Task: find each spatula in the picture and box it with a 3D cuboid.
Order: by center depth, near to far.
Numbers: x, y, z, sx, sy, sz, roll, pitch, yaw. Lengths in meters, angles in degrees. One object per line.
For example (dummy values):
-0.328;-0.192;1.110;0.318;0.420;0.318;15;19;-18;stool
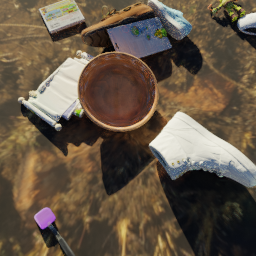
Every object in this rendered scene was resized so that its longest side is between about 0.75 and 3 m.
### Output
-1.797;2.712;7.104;0.452;0.164;1.600;-38;71;-15;spatula

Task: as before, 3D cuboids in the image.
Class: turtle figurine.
3.729;-4.474;10.209;1.391;0.448;1.121;-30;69;-13;turtle figurine

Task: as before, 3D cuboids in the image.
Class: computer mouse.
5.016;-3.601;9.788;2.254;0.494;1.236;8;67;4;computer mouse

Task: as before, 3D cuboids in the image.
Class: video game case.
-2.412;-4.116;10.216;1.334;0.153;1.214;-24;68;-10;video game case

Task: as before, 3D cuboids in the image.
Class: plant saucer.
-0.294;-1.060;8.359;2.433;0.455;2.433;3;78;-13;plant saucer

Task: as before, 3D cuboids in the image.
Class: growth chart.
-1.734;-1.229;8.716;2.060;0.252;2.846;39;74;19;growth chart

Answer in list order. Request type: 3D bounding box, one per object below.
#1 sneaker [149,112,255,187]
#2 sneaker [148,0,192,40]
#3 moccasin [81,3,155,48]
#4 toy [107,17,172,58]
1.911;0.974;7.490;2.852;1.051;1.648;38;72;26;sneaker
1.487;-3.910;9.883;0.769;0.694;1.878;-36;80;-21;sneaker
-0.399;-3.577;9.525;2.672;0.977;1.032;-32;64;-11;moccasin
0.369;-2.911;9.411;2.041;0.482;1.175;-23;89;-20;toy
